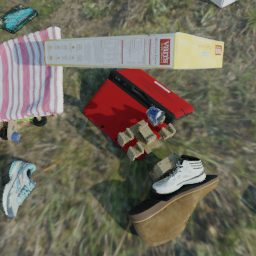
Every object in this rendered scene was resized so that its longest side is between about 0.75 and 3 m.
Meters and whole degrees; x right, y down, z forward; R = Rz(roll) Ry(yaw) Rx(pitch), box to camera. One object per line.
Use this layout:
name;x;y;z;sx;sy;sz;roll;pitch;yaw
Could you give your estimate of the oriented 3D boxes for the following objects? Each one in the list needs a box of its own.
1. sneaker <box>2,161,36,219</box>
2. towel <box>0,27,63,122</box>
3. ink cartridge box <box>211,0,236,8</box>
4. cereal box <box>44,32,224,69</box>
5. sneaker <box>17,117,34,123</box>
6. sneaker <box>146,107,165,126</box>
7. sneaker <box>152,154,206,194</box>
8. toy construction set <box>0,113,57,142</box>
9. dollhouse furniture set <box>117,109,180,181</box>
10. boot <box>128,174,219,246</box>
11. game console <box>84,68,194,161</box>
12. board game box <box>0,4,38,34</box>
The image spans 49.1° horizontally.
sneaker;-2.642;1.470;6.887;0.637;0.572;1.475;1;58;-3
towel;-2.269;-1.011;5.711;2.276;0.340;1.666;-5;88;26
ink cartridge box;4.091;-5.929;11.398;2.008;0.847;1.454;-30;62;-18
cereal box;0.102;-1.297;4.859;2.581;0.510;1.857;10;16;34
sneaker;-3.189;-0.398;8.175;0.993;0.381;0.416;2;62;0
sneaker;0.576;-0.275;6.135;0.338;0.876;0.332;35;88;-3
sneaker;1.115;1.012;6.538;1.297;0.746;0.489;-19;22;-2
toy construction set;-3.350;-0.834;7.739;2.059;1.582;1.717;37;64;21
dollhouse furniture set;0.593;0.501;7.103;1.241;0.941;1.416;-31;75;-17
boot;1.224;1.861;6.655;2.453;0.903;0.926;-24;92;-21
game console;0.328;-0.541;8.353;2.428;1.441;2.092;41;35;22
board game box;-4.246;-4.179;10.682;0.930;0.194;1.375;27;61;16
